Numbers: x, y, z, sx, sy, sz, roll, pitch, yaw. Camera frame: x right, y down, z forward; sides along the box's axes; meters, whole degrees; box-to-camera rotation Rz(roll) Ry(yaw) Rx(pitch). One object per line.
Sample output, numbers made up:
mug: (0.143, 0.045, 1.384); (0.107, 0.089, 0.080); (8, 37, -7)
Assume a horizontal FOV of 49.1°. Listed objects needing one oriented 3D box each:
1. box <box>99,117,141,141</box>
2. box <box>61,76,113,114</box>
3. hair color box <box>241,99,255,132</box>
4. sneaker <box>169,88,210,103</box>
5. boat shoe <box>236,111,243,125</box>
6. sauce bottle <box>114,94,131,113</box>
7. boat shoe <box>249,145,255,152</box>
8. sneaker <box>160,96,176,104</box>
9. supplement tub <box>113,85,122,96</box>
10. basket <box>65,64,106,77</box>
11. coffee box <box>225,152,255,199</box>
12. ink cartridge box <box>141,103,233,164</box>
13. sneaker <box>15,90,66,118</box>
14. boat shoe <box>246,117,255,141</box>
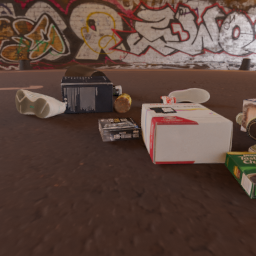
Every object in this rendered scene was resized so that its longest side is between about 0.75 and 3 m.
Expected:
box: (-0.323, 0.018, 9.484); (1.221, 0.385, 1.548); (-3, 16, -9)
box: (-2.017, -1.679, 13.633); (2.307, 1.454, 2.346); (-4, 18, -10)
hair color box: (4.816, -0.233, 8.976); (0.688, 1.137, 2.273); (-8, 16, -29)
sneaker: (3.444, -1.887, 15.869); (2.227, 0.807, 1.270); (3, 12, 11)
boat shoe: (5.055, -0.414, 10.622); (1.812, 0.676, 0.564); (-1, 20, 17)
sauce bottle: (-0.225, -1.295, 13.722); (0.773, 0.773, 2.342); (0, 15, 1)
boat shoe: (3.858, 0.625, 7.039); (0.569, 0.490, 1.580); (-14, 21, -42)
sneaker: (2.102, -1.408, 14.567); (0.816, 0.508, 1.523); (-1, 12, 7)
supplement tub: (-1.006, -2.341, 17.685); (1.137, 0.697, 0.697); (-3, 15, -12)
basket: (-2.855, -3.536, 20.212); (2.437, 1.838, 2.703); (-6, 19, -38)
coffee box: (2.841, 0.960, 6.014); (1.047, 0.374, 1.703); (1, 15, 3)
ink cartridge box: (1.473, 0.032, 8.043); (1.949, 1.107, 2.674); (-1, 15, -4)
sneaker: (-3.997, -1.036, 12.566); (2.965, 1.043, 1.188); (19, 16, 36)
boat shoe: (4.644, 0.209, 7.550); (2.837, 1.038, 0.919); (10, 13, 32)
